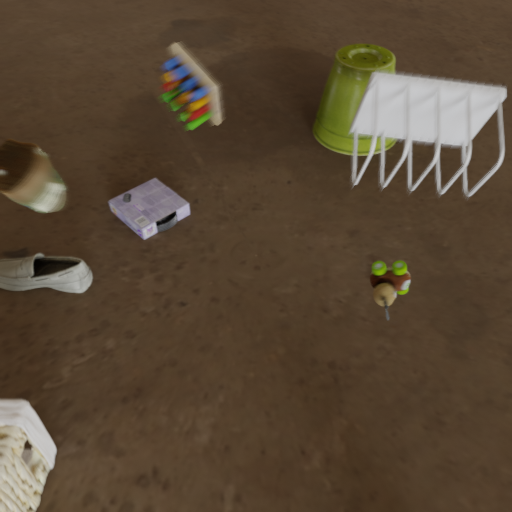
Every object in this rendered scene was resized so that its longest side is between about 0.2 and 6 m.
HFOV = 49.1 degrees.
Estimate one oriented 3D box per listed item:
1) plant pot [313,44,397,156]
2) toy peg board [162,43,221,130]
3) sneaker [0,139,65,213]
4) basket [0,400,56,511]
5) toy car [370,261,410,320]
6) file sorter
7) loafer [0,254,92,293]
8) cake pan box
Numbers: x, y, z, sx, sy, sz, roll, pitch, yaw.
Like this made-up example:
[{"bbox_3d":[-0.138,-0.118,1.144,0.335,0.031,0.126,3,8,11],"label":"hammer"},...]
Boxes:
[{"bbox_3d":[2.642,-4.095,14.307,2.246,2.163,2.246,0,45,0],"label":"plant pot"},{"bbox_3d":[-1.363,-3.208,11.012,0.633,1.288,1.294,-39,76,-11],"label":"toy peg board"},{"bbox_3d":[-3.238,-1.077,8.367,0.795,1.065,2.372,-51,38,-8],"label":"sneaker"},{"bbox_3d":[-4.192,2.963,7.458,2.436,1.651,1.503,-1,46,-1],"label":"basket"},{"bbox_3d":[1.930,0.533,8.100,0.575,0.598,0.729,-1,51,17],"label":"toy car"},{"bbox_3d":[2.993,-2.043,10.004,2.320,1.610,1.445,6,70,-2],"label":"file sorter"},{"bbox_3d":[-4.257,0.255,10.860,2.122,0.740,0.742,1,44,2],"label":"loafer"},{"bbox_3d":[-2.360,-1.076,12.508,1.294,0.367,1.405,-35,54,-28],"label":"cake pan box"}]
